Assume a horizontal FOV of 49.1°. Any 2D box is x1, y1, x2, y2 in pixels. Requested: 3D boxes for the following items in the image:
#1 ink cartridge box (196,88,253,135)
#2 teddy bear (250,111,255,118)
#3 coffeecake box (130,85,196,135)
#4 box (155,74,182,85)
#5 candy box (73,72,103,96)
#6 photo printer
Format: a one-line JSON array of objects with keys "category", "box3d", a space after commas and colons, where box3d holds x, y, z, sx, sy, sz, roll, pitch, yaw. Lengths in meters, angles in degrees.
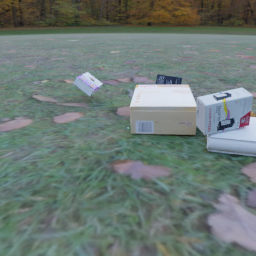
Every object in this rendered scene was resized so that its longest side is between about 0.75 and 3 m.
[{"category": "ink cartridge box", "box3d": [2.389, -0.404, 7.023, 1.225, 0.893, 0.507, -13, 33, -6]}, {"category": "teddy bear", "box3d": [3.047, -0.419, 8.632, 1.779, 0.594, 1.290, 0, -16, 23]}, {"category": "coffeecake box", "box3d": [1.129, -0.688, 9.159, 1.915, 0.911, 2.495, 1, 23, 6]}, {"category": "box", "box3d": [1.748, -1.876, 12.109, 1.027, 0.760, 0.536, 14, 12, 23]}, {"category": "candy box", "box3d": [-1.558, -1.753, 11.095, 0.840, 0.358, 1.001, 37, 27, 0]}, {"category": "photo printer", "box3d": [2.941, 0.170, 7.463, 1.604, 0.557, 1.334, 6, 33, 13]}]
